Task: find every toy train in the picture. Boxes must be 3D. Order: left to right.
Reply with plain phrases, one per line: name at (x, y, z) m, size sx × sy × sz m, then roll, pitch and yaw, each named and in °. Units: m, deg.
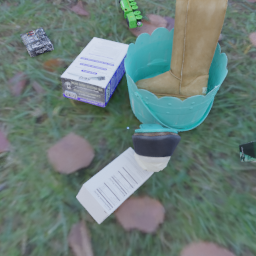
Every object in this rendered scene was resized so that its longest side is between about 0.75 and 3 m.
toy train at (0.075, -4.075, 9.739) m, size 0.542 × 0.401 × 1.924 m, roll -12°, pitch 50°, yaw -3°

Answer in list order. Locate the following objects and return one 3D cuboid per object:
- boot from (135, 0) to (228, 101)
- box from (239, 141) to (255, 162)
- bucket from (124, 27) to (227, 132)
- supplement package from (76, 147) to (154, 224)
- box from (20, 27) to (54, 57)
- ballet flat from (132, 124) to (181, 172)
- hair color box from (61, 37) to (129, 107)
boot at (1.211, -1.937, 7.100) m, size 2.184 × 2.493 × 0.825 m, roll 12°, pitch 16°, yaw 24°
box at (3.788, 0.326, 5.537) m, size 1.869 × 2.589 × 0.471 m, roll 0°, pitch 76°, yaw -13°
bucket at (1.144, -1.192, 7.264) m, size 2.541 × 1.653 × 2.541 m, roll 0°, pitch 58°, yaw 1°
supplement package at (-0.267, 1.178, 5.830) m, size 0.752 × 0.781 × 1.374 m, roll 46°, pitch 53°, yaw 10°
box at (-2.974, -2.810, 9.145) m, size 0.774 × 0.244 × 0.982 m, roll -26°, pitch 61°, yaw -16°
ballet flat at (0.548, 0.398, 5.757) m, size 0.981 × 2.686 × 0.981 m, roll 0°, pitch 92°, yaw 1°
hair color box at (-0.814, -1.634, 7.854) m, size 1.213 × 0.719 × 2.219 m, roll 15°, pitch 45°, yaw 10°
